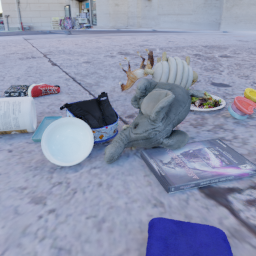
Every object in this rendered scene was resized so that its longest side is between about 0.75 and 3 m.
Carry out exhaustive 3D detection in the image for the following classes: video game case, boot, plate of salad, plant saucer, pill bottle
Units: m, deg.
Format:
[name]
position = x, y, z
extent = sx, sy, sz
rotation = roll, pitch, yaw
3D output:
[video game case]
position = 1.867, 0.923, 7.616
extent = 2.600, 0.247, 1.858
rotation = -7, 25, -17
[boot]
position = -3.876, -1.765, 13.214
extent = 1.136, 0.570, 1.575
rotation = 7, 22, 13
[plate of salad]
position = 3.020, -1.278, 12.095
extent = 2.335, 0.561, 2.335
rotation = 1, 24, 0
[plant saucer]
position = -2.766, 0.012, 9.713
extent = 0.667, 0.181, 1.908
rotation = -1, 23, -2
[pill bottle]
position = -4.217, -0.385, 9.310
extent = 2.116, 1.210, 1.210
rotation = -4, 25, -9

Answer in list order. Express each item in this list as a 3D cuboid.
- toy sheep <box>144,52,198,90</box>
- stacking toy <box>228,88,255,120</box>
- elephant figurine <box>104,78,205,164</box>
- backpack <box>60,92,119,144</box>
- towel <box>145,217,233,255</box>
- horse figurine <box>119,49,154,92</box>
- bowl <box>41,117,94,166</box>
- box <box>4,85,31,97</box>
[toy sheep]
position = 2.054, -2.530, 13.236
extent = 2.735, 1.886, 1.886
rotation = 5, 23, -11
[stacking toy]
position = 4.851, -0.612, 10.898
extent = 1.867, 0.789, 1.690
rotation = -27, 61, -40
[elephant figurine]
position = 0.850, -0.134, 8.310
extent = 2.060, 2.259, 2.912
rotation = 28, 33, -7
[backpack]
position = -1.063, -0.196, 8.773
extent = 1.648, 1.269, 1.569
rotation = -21, 39, -23
[towel]
position = 0.958, 2.302, 4.341
extent = 1.481, 0.497, 2.006
rotation = 9, 25, 4
[horse figurine]
position = 0.461, -2.764, 13.081
extent = 2.236, 1.482, 0.558
rotation = -32, 35, -15
[bowl]
position = -1.639, 0.454, 7.826
extent = 1.404, 0.631, 1.404
rotation = 1, 68, -1
[box]
position = -5.326, -1.824, 13.649
extent = 0.981, 0.267, 1.225
rotation = -2, 24, -4
